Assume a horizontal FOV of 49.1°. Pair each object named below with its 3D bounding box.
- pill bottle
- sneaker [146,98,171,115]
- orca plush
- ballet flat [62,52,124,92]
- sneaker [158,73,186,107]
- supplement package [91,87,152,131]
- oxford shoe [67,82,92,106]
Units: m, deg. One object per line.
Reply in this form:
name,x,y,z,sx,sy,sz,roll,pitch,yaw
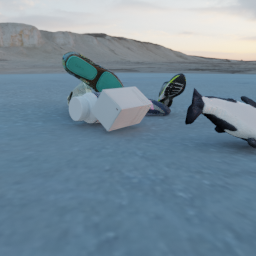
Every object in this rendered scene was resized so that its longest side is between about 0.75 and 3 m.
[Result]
pill bottle,-0.894,-0.588,8.011,1.454,0.869,0.869,-7,14,-43
sneaker,0.550,-0.628,9.370,1.711,0.702,0.600,19,-19,7
orca plush,2.081,-0.006,5.814,2.350,1.236,0.835,4,-31,-28
ballet flat,-1.114,-1.741,9.294,2.503,0.929,0.929,35,-11,-38
sneaker,1.386,-1.331,9.293,0.626,0.686,1.696,11,-28,-16
supplement package,-0.145,-0.524,7.198,1.293,0.756,0.758,-15,57,-50
oxford shoe,-1.702,-1.037,9.856,0.855,1.114,2.962,-9,18,-9
